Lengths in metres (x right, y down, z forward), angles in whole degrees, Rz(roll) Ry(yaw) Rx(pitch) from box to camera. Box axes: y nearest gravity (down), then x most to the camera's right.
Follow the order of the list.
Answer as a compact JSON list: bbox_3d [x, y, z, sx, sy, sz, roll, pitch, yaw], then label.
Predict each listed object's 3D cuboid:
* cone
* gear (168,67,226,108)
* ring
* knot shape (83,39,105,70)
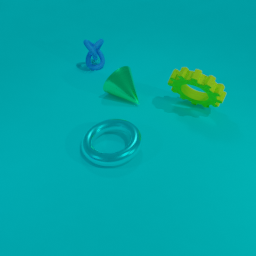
[{"bbox_3d":[-0.002,-1.247,9.587,1.226,1.226,1.230,-30,71,-32],"label":"cone"},{"bbox_3d":[2.135,-1.235,8.781,1.780,1.780,0.329,22,77,24],"label":"gear"},{"bbox_3d":[-0.449,0.360,7.774,1.709,0.342,1.709,-5,42,4],"label":"ring"},{"bbox_3d":[-1.368,-3.059,11.168,0.599,1.212,1.296,4,80,21],"label":"knot shape"}]
